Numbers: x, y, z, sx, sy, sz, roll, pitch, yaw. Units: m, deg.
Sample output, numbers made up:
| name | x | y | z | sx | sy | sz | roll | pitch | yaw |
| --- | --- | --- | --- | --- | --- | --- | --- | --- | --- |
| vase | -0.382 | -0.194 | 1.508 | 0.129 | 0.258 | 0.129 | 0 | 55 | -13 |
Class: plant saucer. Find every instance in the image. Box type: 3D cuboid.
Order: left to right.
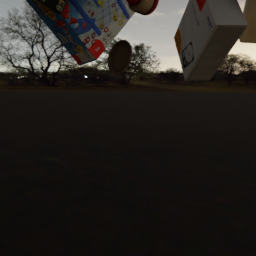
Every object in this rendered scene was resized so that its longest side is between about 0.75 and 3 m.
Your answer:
| name | x | y | z | sx | sy | sz | roll | pitch | yaw |
| --- | --- | --- | --- | --- | --- | --- | --- | --- | --- |
| plant saucer | -0.223 | -2.057 | 8.179 | 0.150 | 1.021 | 1.021 | 11 | -1 | -43 |

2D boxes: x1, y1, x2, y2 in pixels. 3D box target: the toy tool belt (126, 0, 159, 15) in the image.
| name | x | y | z | sx | sy | sz | roll | pitch | yaw |
| --- | --- | --- | --- | --- | --- | --- | --- | --- | --- |
| toy tool belt | -0.413 | -2.842 | 4.721 | 1.313 | 2.136 | 1.334 | -1 | -32 | -41 |

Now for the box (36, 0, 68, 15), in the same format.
| name | x | y | z | sx | sy | sz | roll | pitch | yaw |
| --- | --- | --- | --- | --- | --- | --- | --- | --- | --- |
| box | -1.360 | -2.560 | 4.899 | 0.790 | 0.819 | 0.194 | 25 | 11 | -30 |

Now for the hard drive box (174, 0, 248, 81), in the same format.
| name | x | y | z | sx | sy | sz | roll | pitch | yaw |
| --- | --- | --- | --- | --- | --- | --- | --- | --- | --- |
| hard drive box | 2.396 | -2.970 | 8.687 | 0.956 | 1.940 | 2.489 | -3 | -26 | -11 |

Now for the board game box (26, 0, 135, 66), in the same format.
| name | x | y | z | sx | sy | sz | roll | pitch | yaw |
| --- | --- | --- | --- | --- | --- | --- | --- | --- | --- |
| board game box | -0.978 | -3.058 | 6.109 | 0.665 | 2.331 | 2.381 | -1 | 49 | 45 |

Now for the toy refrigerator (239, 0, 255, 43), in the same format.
| name | x | y | z | sx | sy | sz | roll | pitch | yaw |
| --- | --- | --- | --- | --- | --- | --- | --- | --- | --- |
| toy refrigerator | 3.482 | -3.175 | 7.644 | 0.546 | 1.560 | 0.592 | 6 | 39 | 8 |
